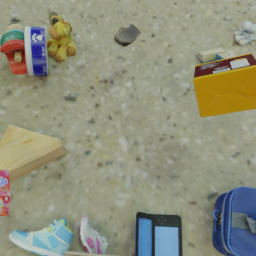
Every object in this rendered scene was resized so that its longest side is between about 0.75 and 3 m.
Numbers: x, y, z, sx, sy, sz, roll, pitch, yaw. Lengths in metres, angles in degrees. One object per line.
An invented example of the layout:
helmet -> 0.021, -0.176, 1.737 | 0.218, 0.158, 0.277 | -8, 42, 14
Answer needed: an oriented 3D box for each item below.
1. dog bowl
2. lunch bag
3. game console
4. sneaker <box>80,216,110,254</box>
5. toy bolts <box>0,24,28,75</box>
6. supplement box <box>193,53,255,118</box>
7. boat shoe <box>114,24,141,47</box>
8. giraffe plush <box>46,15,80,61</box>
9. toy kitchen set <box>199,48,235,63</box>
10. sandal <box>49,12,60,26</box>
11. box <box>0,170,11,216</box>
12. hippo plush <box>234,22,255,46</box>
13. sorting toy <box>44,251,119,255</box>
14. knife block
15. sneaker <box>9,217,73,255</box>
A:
dog bowl -> -3.367, -2.817, 10.366 | 0.690, 1.752, 1.752 | -3, 68, -14
lunch bag -> 3.885, 2.844, 8.075 | 2.972, 1.966, 2.019 | 10, 69, 3
game console -> 0.946, 3.446, 8.360 | 1.476, 1.023, 1.730 | 2, 70, 2
sneaker -> -0.976, 3.495, 8.568 | 0.747, 0.689, 1.694 | -19, 78, -9
toy bolts -> -5.017, -3.138, 10.059 | 2.969, 2.836, 2.060 | -13, 50, -10
supplement box -> 2.300, -1.024, 6.551 | 1.368, 0.921, 1.387 | -9, 22, 20
boat shoe -> -0.057, -2.947, 9.256 | 0.610, 0.600, 1.638 | 42, 35, -1
giraffe plush -> -2.582, -3.605, 10.981 | 1.319, 1.239, 1.528 | 37, 73, 13
toy kitchen set -> 3.486, -2.161, 10.837 | 0.967, 1.315, 1.642 | -11, 33, -5
sandal -> -3.062, -4.468, 11.808 | 0.488, 0.328, 1.214 | -14, 69, -5
box -> -3.017, 1.452, 6.386 | 0.575, 1.153, 0.551 | 5, 109, -26
hippo plush -> 4.827, -3.811, 11.314 | 0.959, 0.771, 0.764 | 39, 74, 14
sorting toy -> -0.953, 4.111, 7.990 | 2.993, 0.408, 1.685 | 3, 112, 6
knife block -> -3.724, 1.227, 9.306 | 2.724, 0.871, 2.391 | 16, 70, 5
sneaker -> -2.561, 3.215, 8.618 | 1.877, 0.746, 1.225 | 22, 72, -2
